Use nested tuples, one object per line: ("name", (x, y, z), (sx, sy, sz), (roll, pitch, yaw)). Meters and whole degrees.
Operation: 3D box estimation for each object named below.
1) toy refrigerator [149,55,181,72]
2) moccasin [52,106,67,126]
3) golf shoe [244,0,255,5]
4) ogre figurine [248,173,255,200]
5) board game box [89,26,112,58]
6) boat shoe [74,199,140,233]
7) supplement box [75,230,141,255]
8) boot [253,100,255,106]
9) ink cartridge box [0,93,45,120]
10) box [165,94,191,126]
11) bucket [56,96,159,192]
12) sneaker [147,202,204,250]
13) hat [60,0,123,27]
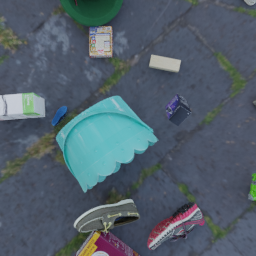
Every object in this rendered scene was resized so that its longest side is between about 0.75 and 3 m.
("toy refrigerator", (1.383, -2.423, 10.571), (1.112, 0.389, 0.422), (10, 93, 1))
("moccasin", (-2.567, -0.461, 10.489), (0.338, 0.286, 0.839), (38, 85, 10))
("golf shoe", (4.465, -5.239, 10.680), (1.186, 0.543, 0.447), (40, 88, 4))
("ogre figurine", (4.917, 2.249, 10.055), (0.785, 1.600, 0.959), (30, 99, 45))
("board game box", (-1.035, -3.281, 10.677), (0.864, 0.264, 1.140), (0, 86, 0))
("boat shoe", (-0.631, 3.054, 9.413), (2.364, 0.845, 0.707), (-7, 44, -36))
("supplement box", (-0.642, 4.656, 9.709), (2.188, 1.129, 1.433), (36, 87, 2))
("boot", (5.384, -0.798, 10.494), (0.997, 0.398, 1.097), (-31, 80, -4))
("ink cartridge box", (-4.013, -0.735, 9.999), (1.750, 1.273, 0.735), (-4, 86, 0))
("box", (1.612, -0.592, 9.050), (0.448, 0.858, 0.635), (31, 118, -20))
("bucket", (-0.744, 0.479, 9.201), (3.024, 3.024, 1.968), (-36, 83, -2))
("sneaker", (1.674, 3.606, 9.899), (2.269, 0.915, 0.847), (-34, 89, -3))
("hat", (-1.730, -5.602, 10.853), (2.438, 2.590, 2.943), (-19, 120, -12))
